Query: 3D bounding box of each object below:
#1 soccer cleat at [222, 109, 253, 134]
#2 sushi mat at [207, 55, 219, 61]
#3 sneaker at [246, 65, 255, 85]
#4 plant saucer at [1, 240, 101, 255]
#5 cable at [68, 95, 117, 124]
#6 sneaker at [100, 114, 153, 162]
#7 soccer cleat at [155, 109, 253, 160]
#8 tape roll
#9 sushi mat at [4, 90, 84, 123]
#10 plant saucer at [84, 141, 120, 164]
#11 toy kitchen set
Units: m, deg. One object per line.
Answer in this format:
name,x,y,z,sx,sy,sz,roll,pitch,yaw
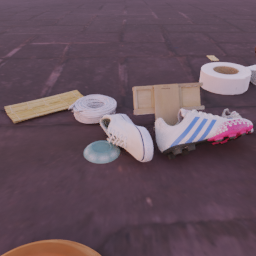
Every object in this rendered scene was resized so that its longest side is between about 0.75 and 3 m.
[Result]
soccer cleat,3.241,-0.219,8.335,0.376,0.465,1.076,-20,37,-30
sushi mat,4.269,-3.512,14.092,0.387,0.049,0.810,-2,31,-6
sneaker,5.389,-2.190,11.383,0.998,0.636,1.726,-15,33,-18
plant saucer,-1.273,2.563,3.809,2.552,0.478,2.552,-1,32,0
cable,-1.062,-0.620,8.985,1.381,0.478,1.380,8,31,11
sneaker,-0.119,0.250,7.258,0.815,0.841,2.302,-5,21,-22
soccer cleat,1.976,-0.073,7.265,2.736,0.956,1.181,-13,73,-18
tape roll,3.792,-1.975,10.995,1.897,0.663,1.897,0,31,0
sushi mat,-2.715,-0.777,9.526,2.670,0.162,1.277,-18,36,-27
plant saucer,-0.687,0.561,7.341,0.971,0.187,0.971,-1,31,0
toy kitchen set,1.072,-0.454,8.419,1.928,1.573,1.740,-4,4,-7
